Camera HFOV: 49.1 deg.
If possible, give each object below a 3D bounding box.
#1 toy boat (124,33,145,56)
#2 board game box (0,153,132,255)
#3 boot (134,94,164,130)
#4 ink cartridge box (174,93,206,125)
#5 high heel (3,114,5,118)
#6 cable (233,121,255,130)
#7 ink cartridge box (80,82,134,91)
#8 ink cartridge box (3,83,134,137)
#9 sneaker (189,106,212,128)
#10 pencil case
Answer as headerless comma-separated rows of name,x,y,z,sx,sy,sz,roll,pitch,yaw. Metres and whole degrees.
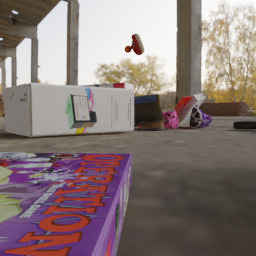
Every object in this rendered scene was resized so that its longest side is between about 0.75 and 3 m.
toy boat,0.181,-2.706,9.339,0.647,0.646,0.990,-22,4,7
board game box,-0.570,0.326,1.058,1.102,0.297,1.837,4,3,3
boot,0.027,-0.475,8.466,2.168,1.051,0.810,1,3,17
ink cartridge box,2.117,-0.640,10.402,1.210,0.307,1.374,-17,-31,-43
high heel,-2.571,-0.309,8.278,1.935,0.691,1.379,9,-9,-34
cable,4.005,-0.201,7.583,1.152,0.597,2.372,-1,3,-23
ink cartridge box,-1.113,-1.258,14.477,2.721,1.970,1.148,1,3,27
ink cartridge box,-1.462,-0.434,6.957,2.659,1.117,1.926,-2,4,-38
sneaker,2.530,-0.340,9.612,0.755,0.729,1.809,6,4,11
pencil case,0.885,-0.280,9.144,1.473,0.668,0.690,-1,15,35
